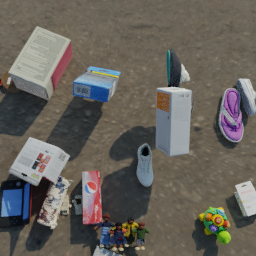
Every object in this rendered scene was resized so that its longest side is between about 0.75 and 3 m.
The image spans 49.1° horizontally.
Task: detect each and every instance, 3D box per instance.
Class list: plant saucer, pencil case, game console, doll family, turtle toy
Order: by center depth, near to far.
[{"bbox_3d":[-0.207,3.505,9.527,1.848,0.725,1.068,4,89,-17],"label":"doll family"},{"bbox_3d":[3.114,3.361,9.711,0.937,0.650,1.286,-18,70,-7],"label":"turtle toy"},{"bbox_3d":[-3.968,2.566,9.835,1.432,0.986,1.661,-4,69,-2],"label":"game console"},{"bbox_3d":[-2.590,2.607,9.937,0.801,0.697,1.791,-3,62,40],"label":"pencil case"},{"bbox_3d":[-4.869,-2.086,12.023,1.263,0.186,1.263,0,70,0],"label":"plant saucer"}]

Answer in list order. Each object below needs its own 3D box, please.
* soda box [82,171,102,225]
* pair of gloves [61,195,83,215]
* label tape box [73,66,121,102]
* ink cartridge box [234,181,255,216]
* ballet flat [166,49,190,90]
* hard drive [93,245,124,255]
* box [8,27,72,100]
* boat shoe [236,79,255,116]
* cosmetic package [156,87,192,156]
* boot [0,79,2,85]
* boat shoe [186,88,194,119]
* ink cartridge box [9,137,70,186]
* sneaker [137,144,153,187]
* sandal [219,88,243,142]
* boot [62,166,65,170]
[{"bbox_3d":[-1.299,2.500,10.075,0.641,0.581,1.831,-4,69,-2],"label":"soda box"},{"bbox_3d":[-2.056,2.788,10.201,0.837,0.147,0.712,0,70,1],"label":"pair of gloves"},{"bbox_3d":[-1.156,-1.736,10.913,1.378,0.605,1.911,13,30,6],"label":"label tape box"},{"bbox_3d":[4.332,2.560,10.162,0.651,0.377,1.118,-15,72,-5],"label":"ink cartridge box"},{"bbox_3d":[1.801,-1.575,10.404,0.980,0.980,2.682,1,114,-1],"label":"ballet flat"},{"bbox_3d":[-0.304,5.009,9.230,2.157,0.408,1.507,20,70,8],"label":"hard drive"},{"bbox_3d":[-3.497,-2.629,11.528,1.542,1.314,2.412,22,71,0],"label":"box"},{"bbox_3d":[5.007,-1.332,11.488,0.575,0.633,1.722,-9,69,-2],"label":"boat shoe"},{"bbox_3d":[1.498,-0.244,9.455,0.763,1.086,2.142,-6,105,-20],"label":"cosmetic package"},{"bbox_3d":[-5.699,-2.018,11.854,0.589,0.286,0.782,-21,74,12],"label":"boot"},{"bbox_3d":[2.359,-0.846,11.326,0.671,0.579,1.847,12,71,4],"label":"boat shoe"},{"bbox_3d":[-3.220,1.291,10.121,1.696,0.711,1.489,15,68,34],"label":"ink cartridge box"},{"bbox_3d":[0.617,1.335,10.392,0.632,0.806,1.623,-5,69,-2],"label":"sneaker"},{"bbox_3d":[4.160,-0.596,11.241,0.957,0.578,2.352,2,69,1],"label":"sandal"},{"bbox_3d":[-2.839,1.537,10.522,0.932,0.421,0.339,-27,72,-10],"label":"boot"}]
